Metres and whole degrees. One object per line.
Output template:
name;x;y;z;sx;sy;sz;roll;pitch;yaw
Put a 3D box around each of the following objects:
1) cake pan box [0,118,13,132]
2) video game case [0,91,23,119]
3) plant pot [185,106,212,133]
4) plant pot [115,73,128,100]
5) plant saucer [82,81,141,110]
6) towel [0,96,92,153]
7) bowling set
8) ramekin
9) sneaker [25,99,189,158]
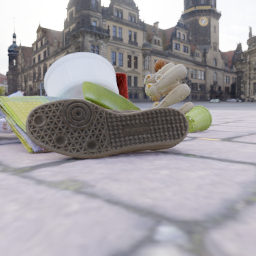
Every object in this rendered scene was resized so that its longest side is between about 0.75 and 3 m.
cake pan box;-4.556;-0.113;9.618;1.626;0.425;1.498;0;2;-6
video game case;-3.615;-0.342;7.284;1.735;0.435;1.914;-34;17;-23
plant pot;2.133;-0.217;9.048;0.875;0.875;0.804;4;18;43
plant pot;-1.506;-1.404;14.801;2.498;2.500;2.203;-2;-8;-19
plant saucer;-0.329;-0.473;8.077;2.505;0.389;2.505;31;-8;5
towel;-1.438;-0.177;6.361;1.889;0.300;2.630;39;28;30
bowling set;1.123;-1.336;9.442;1.379;2.569;1.788;-33;51;-1
ramekin;-1.644;-1.284;10.422;2.743;1.337;2.743;-13;-36;-9
sneaker;-0.350;0.124;5.111;2.811;0.990;1.062;3;-14;-12
